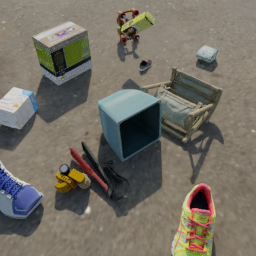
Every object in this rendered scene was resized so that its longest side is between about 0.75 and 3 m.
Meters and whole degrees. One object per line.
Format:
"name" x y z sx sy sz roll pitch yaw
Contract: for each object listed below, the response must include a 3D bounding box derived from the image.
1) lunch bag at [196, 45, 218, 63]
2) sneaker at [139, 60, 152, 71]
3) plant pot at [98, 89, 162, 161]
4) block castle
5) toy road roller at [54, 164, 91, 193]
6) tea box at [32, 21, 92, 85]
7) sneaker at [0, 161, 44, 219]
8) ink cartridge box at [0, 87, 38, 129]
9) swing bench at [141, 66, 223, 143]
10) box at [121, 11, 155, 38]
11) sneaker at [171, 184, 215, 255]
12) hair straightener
"lunch bag" 4.079 -3.796 14.565 0.849 0.608 0.997 29 48 23
"sneaker" 0.899 -3.272 14.193 0.358 0.424 0.970 32 55 26
"plant pot" -0.103 -0.357 10.599 1.939 1.934 1.975 -29 47 -24
"block castle" 0.049 -5.672 15.566 1.137 1.702 0.798 -17 44 -14
"toy road roller" -1.914 1.814 9.347 1.138 0.699 0.831 21 66 19
"tea box" -3.040 -3.571 13.323 2.135 2.100 1.426 -36 56 -29
"sneaker" -4.105 1.698 8.813 2.727 1.575 1.102 23 52 20
"ink cartridge box" -4.611 -0.758 11.494 0.989 0.963 1.539 14 48 13
"swing bench" 2.119 -1.040 11.435 2.378 1.551 2.391 33 50 27
"box" 0.447 -4.797 13.091 1.599 0.602 0.401 -17 53 42
"sneaker" 1.913 2.851 7.929 1.135 1.311 2.903 8 49 6
"hair straightener" -0.830 1.401 9.758 1.099 0.584 2.856 -33 55 -26
